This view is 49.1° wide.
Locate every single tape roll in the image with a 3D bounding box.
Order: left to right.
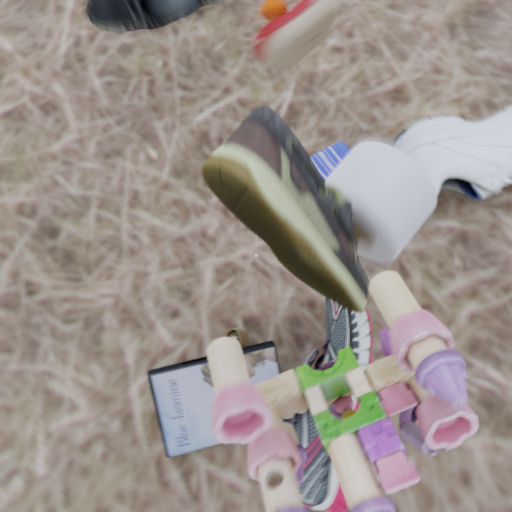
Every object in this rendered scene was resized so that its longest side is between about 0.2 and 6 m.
[{"bbox_3d":[1.475,-0.666,7.100,1.311,1.311,0.900,36,73,17],"label":"tape roll"}]

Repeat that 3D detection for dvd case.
[{"bbox_3d":[-0.494,1.955,7.675,1.773,0.156,1.265,-12,103,-9],"label":"dvd case"}]

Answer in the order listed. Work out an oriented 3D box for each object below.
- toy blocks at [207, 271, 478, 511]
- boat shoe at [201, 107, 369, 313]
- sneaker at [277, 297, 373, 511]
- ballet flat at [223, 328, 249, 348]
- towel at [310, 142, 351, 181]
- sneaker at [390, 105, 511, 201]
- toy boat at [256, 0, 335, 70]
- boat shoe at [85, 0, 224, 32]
[{"bbox_3d":[0.890,1.626,4.672,1.990,2.130,1.793,-23,40,1],"label":"toy blocks"},{"bbox_3d":[0.608,-0.357,5.930,1.051,2.941,0.966,24,76,44],"label":"boat shoe"},{"bbox_3d":[0.935,1.806,7.609,1.124,1.214,3.011,9,64,5],"label":"sneaker"},{"bbox_3d":[-0.500,1.680,8.040,0.502,0.535,1.480,14,64,21],"label":"ballet flat"},{"bbox_3d":[1.078,-1.107,9.648,1.989,0.237,1.440,-29,66,-14],"label":"towel"},{"bbox_3d":[4.063,-1.707,9.588,3.378,1.258,1.471,-12,77,0],"label":"sneaker"},{"bbox_3d":[0.429,-3.195,7.690,0.837,0.836,1.281,39,65,10],"label":"toy boat"},{"bbox_3d":[-1.633,-4.081,8.827,2.513,0.939,0.833,-3,27,10],"label":"boat shoe"}]
